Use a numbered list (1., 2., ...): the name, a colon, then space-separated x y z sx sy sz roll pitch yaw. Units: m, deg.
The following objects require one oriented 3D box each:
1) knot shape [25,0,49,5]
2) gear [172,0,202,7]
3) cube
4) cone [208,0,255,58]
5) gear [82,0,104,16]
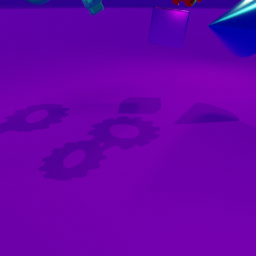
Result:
1. knot shape: -2.481 -3.701 6.961 1.422 1.331 0.657 -47 38 -4
2. gear: 1.281 -3.936 7.031 1.793 1.793 0.332 26 70 43
3. cube: 1.254 -3.207 8.870 1.088 1.088 1.088 9 25 2
4. cone: 2.838 -2.857 7.943 1.680 1.674 1.674 -10 26 -33
5. gear: -1.346 -4.171 7.935 0.354 1.914 1.914 -31 29 -1
